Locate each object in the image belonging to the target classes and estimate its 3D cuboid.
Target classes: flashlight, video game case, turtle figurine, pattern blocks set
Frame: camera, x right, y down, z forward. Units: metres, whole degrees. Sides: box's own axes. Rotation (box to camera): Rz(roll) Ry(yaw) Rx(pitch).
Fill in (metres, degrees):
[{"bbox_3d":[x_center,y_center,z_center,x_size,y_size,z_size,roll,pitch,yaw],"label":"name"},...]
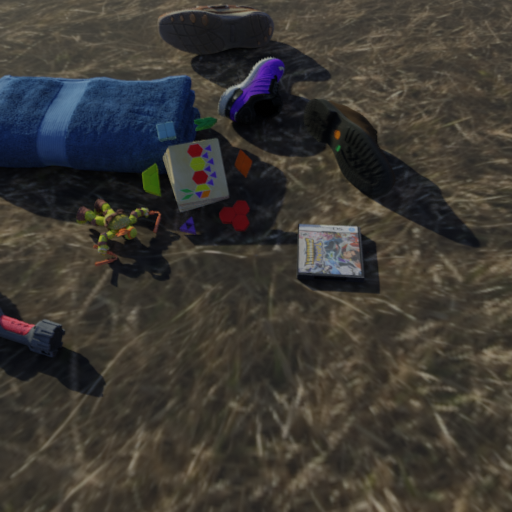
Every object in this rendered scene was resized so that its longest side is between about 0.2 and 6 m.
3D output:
[{"bbox_3d":[-3.917,1.086,9.050,1.680,0.569,0.571,13,48,13],"label":"flashlight"},{"bbox_3d":[1.368,-0.074,10.424,1.202,0.170,1.330,3,46,2],"label":"video game case"},{"bbox_3d":[-2.769,-0.584,10.641,1.363,0.544,1.690,26,55,26],"label":"turtle figurine"},{"bbox_3d":[-1.162,-1.612,11.168,2.179,0.201,2.479,-3,74,-2],"label":"pattern blocks set"}]

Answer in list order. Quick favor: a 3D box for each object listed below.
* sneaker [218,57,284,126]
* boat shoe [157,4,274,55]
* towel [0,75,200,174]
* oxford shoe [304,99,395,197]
[{"bbox_3d":[0.218,-3.919,13.730,1.217,0.850,2.446,29,57,18],"label":"sneaker"},{"bbox_3d":[-1.187,-6.545,16.004,3.295,1.248,1.183,-4,42,-16],"label":"boat shoe"},{"bbox_3d":[-3.852,-3.021,12.535,4.912,1.192,2.742,4,47,4],"label":"towel"},{"bbox_3d":[2.269,-2.443,12.119,1.239,1.067,2.935,-7,53,-30],"label":"oxford shoe"}]
